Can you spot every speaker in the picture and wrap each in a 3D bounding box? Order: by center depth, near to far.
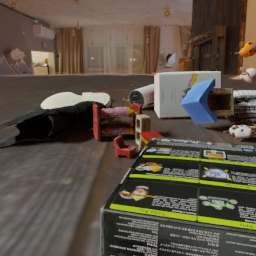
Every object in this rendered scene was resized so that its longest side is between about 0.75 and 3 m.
[{"bbox_3d":[1.025,-1.490,12.530,0.875,0.875,2.156,11,24,39],"label":"speaker"}]

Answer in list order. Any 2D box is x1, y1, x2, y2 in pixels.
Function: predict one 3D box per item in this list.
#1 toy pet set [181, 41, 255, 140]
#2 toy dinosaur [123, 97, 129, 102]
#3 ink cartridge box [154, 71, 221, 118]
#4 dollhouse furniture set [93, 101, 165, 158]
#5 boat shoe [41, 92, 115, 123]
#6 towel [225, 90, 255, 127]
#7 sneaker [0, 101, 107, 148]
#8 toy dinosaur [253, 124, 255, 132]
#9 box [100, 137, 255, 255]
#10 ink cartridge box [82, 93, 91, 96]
[{"bbox_3d":[2.646,-0.958,7.623,1.343,2.529,2.361,-1,-1,-24],"label":"toy pet set"},{"bbox_3d":[0.315,-1.426,14.244,1.165,0.352,0.619,3,39,28],"label":"toy dinosaur"},{"bbox_3d":[2.174,-1.299,10.543,2.230,1.613,1.621,-1,12,0],"label":"ink cartridge box"},{"bbox_3d":[-0.064,-0.027,6.779,1.232,0.931,2.290,-4,14,-16],"label":"dollhouse furniture set"},{"bbox_3d":[-1.733,-0.629,9.507,2.835,0.847,1.013,4,49,29],"label":"boat shoe"},{"bbox_3d":[4.557,-0.668,9.294,2.558,1.095,2.118,3,12,18],"label":"towel"},{"bbox_3d":[-1.894,-0.128,7.534,2.901,0.871,1.513,-8,14,-11],"label":"sneaker"},{"bbox_3d":[4.262,-0.074,7.561,1.561,0.798,1.060,-23,-5,1],"label":"toy dinosaur"},{"bbox_3d":[1.466,0.849,3.696,2.928,0.696,2.828,4,16,14],"label":"box"},{"bbox_3d":[-1.862,-1.438,13.670,0.492,0.505,0.785,-6,16,-28],"label":"ink cartridge box"}]
